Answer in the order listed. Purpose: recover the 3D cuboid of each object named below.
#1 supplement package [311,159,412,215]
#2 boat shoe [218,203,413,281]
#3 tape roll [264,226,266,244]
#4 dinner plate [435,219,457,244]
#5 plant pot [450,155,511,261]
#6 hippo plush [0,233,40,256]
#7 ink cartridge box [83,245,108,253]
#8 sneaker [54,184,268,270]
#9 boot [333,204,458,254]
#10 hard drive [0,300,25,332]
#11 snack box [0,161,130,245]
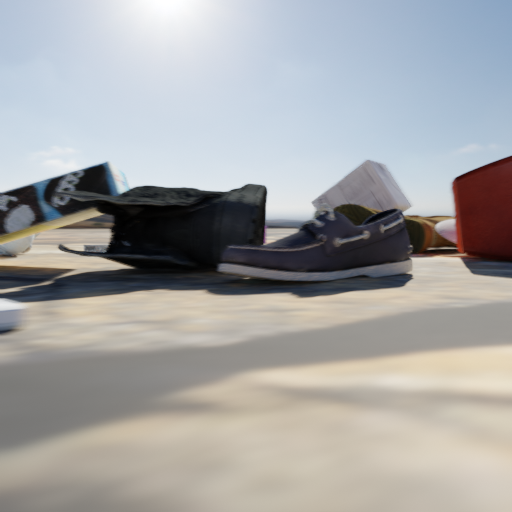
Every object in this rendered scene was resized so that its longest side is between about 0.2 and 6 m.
[{"bbox_3d":[2.694,-1.325,14.320,1.838,1.385,1.395,-37,-15,27],"label":"supplement package"},{"bbox_3d":[0.710,-0.160,6.103,2.580,0.809,0.937,-2,4,-35],"label":"boat shoe"},{"bbox_3d":[-0.311,-0.606,15.975,1.215,0.516,1.215,1,3,0],"label":"tape roll"},{"bbox_3d":[4.302,-0.414,10.542,1.785,0.216,1.785,6,24,-3],"label":"dinner plate"},{"bbox_3d":[4.013,-0.727,8.970,1.580,1.791,1.793,-7,1,16],"label":"plant pot"},{"bbox_3d":[-4.927,-0.567,10.157,1.821,1.804,2.265,31,9,-22],"label":"hippo plush"},{"bbox_3d":[-3.217,-0.138,11.425,0.585,0.173,0.731,-2,-2,-17],"label":"ink cartridge box"},{"bbox_3d":[-0.942,-0.434,7.527,2.063,1.188,3.955,3,6,3],"label":"sneaker"},{"bbox_3d":[3.339,-0.537,12.175,2.485,0.938,2.838,21,18,41],"label":"boot"},{"bbox_3d":[-1.993,0.355,3.054,1.163,0.153,0.767,-3,5,-43],"label":"hard drive"},{"bbox_3d":[-3.339,-0.545,7.753,3.099,0.575,1.800,-18,5,-6],"label":"snack box"}]
